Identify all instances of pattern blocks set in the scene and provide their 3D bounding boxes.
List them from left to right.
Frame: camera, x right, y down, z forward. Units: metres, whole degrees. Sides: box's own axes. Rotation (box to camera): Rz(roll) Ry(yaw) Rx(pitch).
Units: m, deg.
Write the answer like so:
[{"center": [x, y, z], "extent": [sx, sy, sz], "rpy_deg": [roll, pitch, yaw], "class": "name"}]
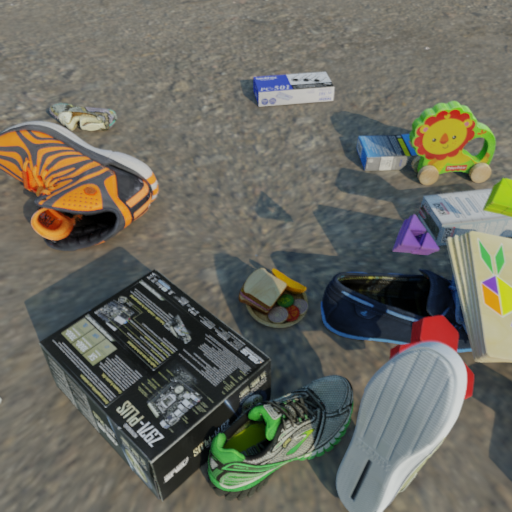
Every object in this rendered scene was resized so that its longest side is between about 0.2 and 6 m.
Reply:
[{"center": [3.498, 0.591, 7.109], "extent": [3.968, 0.322, 3.488], "rpy_deg": [17, 62, -12], "class": "pattern blocks set"}]

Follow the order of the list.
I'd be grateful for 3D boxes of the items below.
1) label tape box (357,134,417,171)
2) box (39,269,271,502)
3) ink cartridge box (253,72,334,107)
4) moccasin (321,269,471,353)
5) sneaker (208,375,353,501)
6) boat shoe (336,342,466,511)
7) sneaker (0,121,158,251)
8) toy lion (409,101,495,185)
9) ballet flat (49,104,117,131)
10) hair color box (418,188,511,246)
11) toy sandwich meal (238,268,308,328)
[{"center": [2.628, -2.048, 11.076], "extent": [1.112, 0.352, 0.802], "rpy_deg": [-3, 43, -3], "class": "label tape box"}, {"center": [-1.202, 1.449, 6.880], "extent": [2.208, 0.951, 1.809], "rpy_deg": [33, 52, 30], "class": "box"}, {"center": [0.858, -3.879, 13.016], "extent": [1.757, 0.388, 0.826], "rpy_deg": [-6, 42, -6], "class": "ink cartridge box"}, {"center": [2.329, 0.708, 7.671], "extent": [2.804, 0.956, 1.128], "rpy_deg": [-2, 43, -2], "class": "moccasin"}, {"center": [0.358, 1.964, 6.407], "extent": [2.023, 0.862, 0.789], "rpy_deg": [-28, 50, -27], "class": "sneaker"}, {"center": [1.466, 1.717, 5.655], "extent": [0.715, 2.306, 0.830], "rpy_deg": [-15, 45, -42], "class": "boat shoe"}, {"center": [-3.498, -1.202, 9.499], "extent": [3.307, 1.283, 1.853], "rpy_deg": [15, 44, 16], "class": "sneaker"}, {"center": [3.590, -2.079, 10.237], "extent": [1.612, 1.545, 0.553], "rpy_deg": [-2, 43, -3], "class": "toy lion"}, {"center": [-3.753, -2.915, 11.913], "extent": [1.530, 0.550, 0.550], "rpy_deg": [6, 43, 8], "class": "ballet flat"}, {"center": [3.699, -0.685, 9.516], "extent": [1.613, 0.489, 0.799], "rpy_deg": [-7, 43, -8], "class": "hair color box"}, {"center": [0.280, 0.582, 8.168], "extent": [1.026, 0.351, 1.026], "rpy_deg": [2, 50, -3], "class": "toy sandwich meal"}]
